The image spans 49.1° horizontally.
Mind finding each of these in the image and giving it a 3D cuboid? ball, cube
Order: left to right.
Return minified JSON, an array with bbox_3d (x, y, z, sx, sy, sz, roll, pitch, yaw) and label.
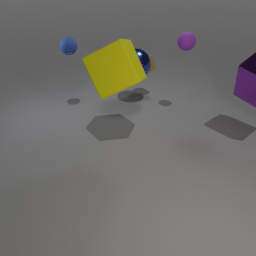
[{"bbox_3d":[-2.381,-3.287,11.231,0.700,0.700,0.700,0,30,0],"label":"ball"},{"bbox_3d":[-0.388,-1.933,9.122,1.400,1.400,1.400,-22,10,18],"label":"cube"},{"bbox_3d":[0.362,-2.934,12.892,1.400,1.400,1.400,0,30,0],"label":"ball"},{"bbox_3d":[2.269,-3.343,10.823,0.700,0.700,0.700,0,30,0],"label":"ball"},{"bbox_3d":[4.682,-1.655,9.537,1.400,1.400,1.400,-37,54,-17],"label":"cube"}]

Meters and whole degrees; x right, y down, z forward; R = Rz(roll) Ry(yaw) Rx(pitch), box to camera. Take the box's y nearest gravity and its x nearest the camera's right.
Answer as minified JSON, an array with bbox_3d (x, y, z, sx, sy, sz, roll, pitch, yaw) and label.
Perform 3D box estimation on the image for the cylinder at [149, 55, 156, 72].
[{"bbox_3d":[0.945,-3.117,13.754,0.700,0.700,0.700,-19,14,5],"label":"cylinder"}]
